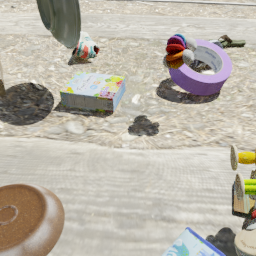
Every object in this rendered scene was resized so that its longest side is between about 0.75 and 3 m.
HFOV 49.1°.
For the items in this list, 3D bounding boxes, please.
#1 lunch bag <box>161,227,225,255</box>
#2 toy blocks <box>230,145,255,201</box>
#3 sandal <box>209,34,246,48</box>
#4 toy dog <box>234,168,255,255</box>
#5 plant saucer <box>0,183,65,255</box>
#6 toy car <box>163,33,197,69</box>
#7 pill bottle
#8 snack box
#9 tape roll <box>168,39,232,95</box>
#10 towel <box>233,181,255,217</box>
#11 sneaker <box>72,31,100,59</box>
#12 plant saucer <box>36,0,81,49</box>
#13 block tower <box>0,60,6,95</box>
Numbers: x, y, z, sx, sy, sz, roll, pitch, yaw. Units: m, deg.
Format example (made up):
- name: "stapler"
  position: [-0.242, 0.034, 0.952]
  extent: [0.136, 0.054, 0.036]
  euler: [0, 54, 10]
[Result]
- name: "lunch bag"
  position: [1.116, 2.643, 4.239]
  extent: [1.437, 1.077, 1.690]
  euler: [-31, 51, -33]
- name: "toy blocks"
  position: [2.580, 0.784, 4.923]
  extent: [1.346, 0.489, 1.122]
  euler: [-1, 47, 9]
- name: "sandal"
  position: [5.068, -4.506, 14.314]
  extent: [1.941, 0.554, 0.771]
  euler: [-4, 37, -5]
- name: "toy dog"
  position: [2.669, 1.945, 4.984]
  extent: [1.107, 1.516, 2.299]
  euler: [5, 48, 34]
- name: "plant saucer"
  position: [-2.485, 1.899, 5.782]
  extent: [2.290, 0.419, 2.290]
  euler: [1, 36, 0]
- name: "toy car"
  position: [1.444, -2.321, 8.265]
  extent: [0.949, 0.813, 1.085]
  euler: [-4, 56, 40]
- name: "pill bottle"
  position: [3.085, -3.148, 12.089]
  extent: [1.910, 1.015, 1.015]
  euler: [-18, 40, -23]
- name: "snack box"
  position: [-1.194, -1.317, 9.927]
  extent: [1.902, 0.644, 1.604]
  euler: [7, 38, 12]
- name: "tape roll"
  position: [2.696, -2.317, 10.548]
  extent: [2.239, 0.735, 2.239]
  euler: [4, 57, -6]
- name: "towel"
  position: [3.067, 1.682, 6.307]
  extent: [1.323, 0.144, 0.970]
  euler: [9, 37, 14]
- name: "sneaker"
  position: [-1.939, -3.889, 13.448]
  extent: [1.141, 0.859, 2.440]
  euler: [18, 29, -13]
- name: "plant saucer"
  position: [-2.441, -4.058, 9.193]
  extent: [0.750, 2.987, 2.987]
  euler: [-19, 40, -24]
- name: "block tower"
  position: [-5.275, -2.091, 10.903]
  extent: [0.731, 0.782, 2.705]
  euler: [-14, 37, -18]
